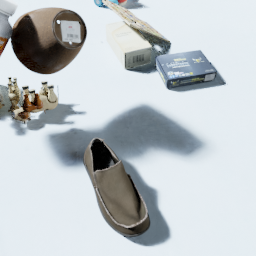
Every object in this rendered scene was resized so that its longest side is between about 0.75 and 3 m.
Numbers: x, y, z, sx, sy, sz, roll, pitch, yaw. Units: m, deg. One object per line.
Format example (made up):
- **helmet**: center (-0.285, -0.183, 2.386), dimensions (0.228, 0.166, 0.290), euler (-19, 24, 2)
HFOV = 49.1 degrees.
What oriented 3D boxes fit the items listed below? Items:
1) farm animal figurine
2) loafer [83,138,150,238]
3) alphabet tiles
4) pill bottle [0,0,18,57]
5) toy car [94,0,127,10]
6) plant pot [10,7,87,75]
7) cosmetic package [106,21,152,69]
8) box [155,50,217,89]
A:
- **farm animal figurine**: center (-3.085, -0.687, 7.801), dimensions (1.996, 1.004, 1.612), euler (8, 30, 11)
- **loafer**: center (-0.377, 1.192, 6.092), dimensions (0.909, 0.889, 2.492), euler (-24, 53, -20)
- **alphabet tiles**: center (0.215, -4.106, 10.552), dimensions (2.088, 0.094, 2.498), euler (4, 38, -43)
- **pill bottle**: center (-3.277, -1.943, 6.021), dimensions (1.203, 2.145, 1.203), euler (32, 15, -10)
- **toy car**: center (-0.686, -6.249, 12.204), dimensions (1.384, 1.564, 1.442), euler (24, 53, 20)
- **plant pot**: center (-1.650, -2.067, 6.389), dimensions (1.572, 1.572, 1.682), euler (-36, 24, -28)
- **cosmetic package**: center (-0.014, -2.988, 9.904), dimensions (1.011, 0.714, 1.954), euler (-17, 52, -15)
- **box**: center (1.843, -1.953, 9.173), dimensions (1.659, 0.423, 1.308), euler (-10, 48, -9)
